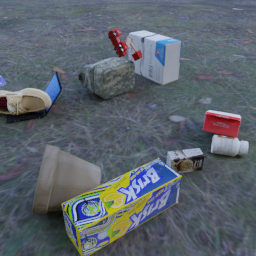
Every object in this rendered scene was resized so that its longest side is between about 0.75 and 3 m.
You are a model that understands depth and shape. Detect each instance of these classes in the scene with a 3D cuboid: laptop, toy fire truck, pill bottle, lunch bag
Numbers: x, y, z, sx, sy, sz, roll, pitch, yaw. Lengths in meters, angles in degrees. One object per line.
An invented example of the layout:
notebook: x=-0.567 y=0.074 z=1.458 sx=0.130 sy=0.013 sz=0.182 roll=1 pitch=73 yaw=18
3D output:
laptop: x=-3.614 y=-1.242 z=10.712 sx=2.105 sy=1.087 sz=1.866 roll=-10 pitch=33 yaw=-15
toy fire truck: x=-0.096 y=-3.307 z=11.191 sx=0.355 sy=1.456 sz=1.027 roll=-13 pitch=18 yaw=49
pill bottle: x=3.022 y=0.540 z=8.352 sx=0.983 sy=0.562 sz=0.562 roll=9 pitch=33 yaw=12
lunch bag: x=-0.895 y=-2.264 z=12.005 sx=1.713 sy=1.423 sz=2.043 roll=29 pitch=42 yaw=36

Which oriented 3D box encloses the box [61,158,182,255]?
box: x=-0.053 y=1.665 z=6.221 sx=2.628 sy=0.921 sz=0.845 roll=-21 pitch=38 yaw=-29

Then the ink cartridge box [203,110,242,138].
ink cartridge box: x=2.957 y=-0.157 z=8.813 sx=1.046 sy=0.605 sz=1.801 roll=13 pitch=10 yaw=20

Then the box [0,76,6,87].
box: x=-5.598 y=-1.353 z=10.660 sx=2.051 sy=0.425 sz=1.221 roll=-16 pitch=22 yaw=31

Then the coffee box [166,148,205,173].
coffee box: x=1.583 y=0.919 z=7.779 sx=0.951 sy=0.537 sz=0.380 roll=-6 pitch=33 yaw=-9

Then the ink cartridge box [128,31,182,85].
ink cartridge box: x=1.197 y=-3.445 z=13.454 sx=1.104 sy=1.896 sz=2.622 roll=-22 pitch=38 yaw=-31

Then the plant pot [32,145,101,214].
plant pot: x=-1.390 y=1.275 z=6.546 sx=1.349 sy=1.555 sz=1.555 roll=12 pitch=30 yaw=-12

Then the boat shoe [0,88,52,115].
boat shoe: x=-4.042 y=-0.847 z=10.126 sx=2.584 sy=0.953 sz=0.894 roll=0 pitch=33 yaw=18
